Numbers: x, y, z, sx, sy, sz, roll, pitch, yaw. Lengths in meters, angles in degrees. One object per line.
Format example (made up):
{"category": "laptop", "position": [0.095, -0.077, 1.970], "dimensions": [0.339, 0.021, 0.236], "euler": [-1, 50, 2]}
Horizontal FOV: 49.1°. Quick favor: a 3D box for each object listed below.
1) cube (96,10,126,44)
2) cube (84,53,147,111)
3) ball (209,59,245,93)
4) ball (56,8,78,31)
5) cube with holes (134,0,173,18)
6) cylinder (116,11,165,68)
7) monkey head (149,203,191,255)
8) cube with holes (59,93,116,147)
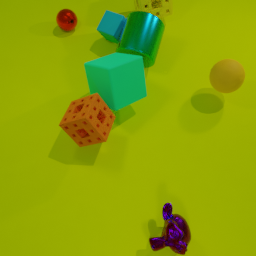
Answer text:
{"category": "cube", "position": [-0.473, -3.435, 9.637], "dimensions": [0.753, 0.753, 0.753], "euler": [28, 91, 24]}
{"category": "cube", "position": [-0.339, -1.353, 7.932], "dimensions": [1.196, 1.196, 1.196], "euler": [-28, 33, -32]}
{"category": "ball", "position": [2.899, -1.519, 8.209], "dimensions": [0.995, 0.995, 0.995], "euler": [0, 59, 0]}
{"category": "ball", "position": [-2.236, -3.954, 10.248], "dimensions": [0.774, 0.774, 0.774], "euler": [0, 59, 0]}
{"category": "cube with holes", "position": [0.879, -4.784, 10.280], "dimensions": [1.147, 1.147, 1.147], "euler": [-17, 47, -2]}
{"category": "cylinder", "position": [0.397, -2.814, 9.029], "dimensions": [1.307, 1.307, 1.307], "euler": [15, 81, 9]}
{"category": "monkey head", "position": [0.941, 2.379, 6.252], "dimensions": [0.908, 0.760, 1.262], "euler": [-19, 95, 11]}
{"category": "cube with holes", "position": [-1.030, -0.188, 7.267], "dimensions": [0.897, 0.897, 0.897], "euler": [-13, 41, 31]}
